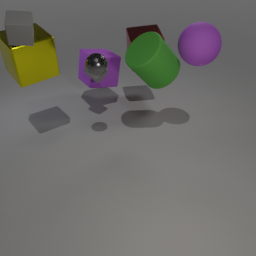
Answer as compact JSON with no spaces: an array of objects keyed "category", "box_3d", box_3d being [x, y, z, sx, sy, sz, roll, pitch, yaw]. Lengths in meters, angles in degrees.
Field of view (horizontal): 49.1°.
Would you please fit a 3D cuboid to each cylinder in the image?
[{"category":"cylinder","box_3d":[-1.265,-2.277,11.073,0.700,0.700,0.700,42,43,5]},{"category":"cylinder","box_3d":[0.850,-2.268,9.515,1.400,1.400,1.400,-19,55,30]}]

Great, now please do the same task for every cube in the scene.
[{"category":"cube","box_3d":[-1.323,-2.723,12.702,1.400,1.400,1.400,-10,33,-31]},{"category":"cube","box_3d":[0.731,-3.486,12.184,1.400,1.400,1.400,-8,45,-5]},{"category":"cube","box_3d":[-3.274,-2.422,9.233,1.400,1.400,1.400,-26,49,-27]},{"category":"cube","box_3d":[-3.103,-2.864,8.056,0.700,0.700,0.700,-3,53,-14]}]

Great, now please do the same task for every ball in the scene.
[{"category":"ball","box_3d":[-0.991,-1.992,8.781,0.700,0.700,0.700,0,32,0]},{"category":"ball","box_3d":[2.344,-2.744,9.197,1.400,1.400,1.400,0,32,0]}]
